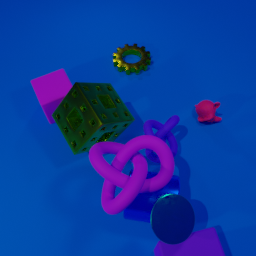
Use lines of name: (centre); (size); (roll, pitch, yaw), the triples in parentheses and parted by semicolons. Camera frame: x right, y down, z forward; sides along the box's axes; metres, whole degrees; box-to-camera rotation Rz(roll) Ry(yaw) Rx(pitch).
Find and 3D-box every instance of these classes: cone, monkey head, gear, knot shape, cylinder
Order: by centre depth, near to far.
cone: (0.680, 1.685, 5.342); (0.864, 0.867, 0.864); (3, 78, -16)
knot shape: (-0.044, 0.957, 5.709); (1.785, 0.825, 1.670); (7, 56, 23)
cylinder: (0.534, 1.562, 6.341); (1.125, 1.125, 1.125); (7, 58, 5)
knot shape: (0.859, 0.338, 7.115); (0.616, 1.247, 1.333); (17, 30, 37)
monkey head: (2.312, -0.471, 7.942); (0.737, 1.025, 0.617); (5, 88, -21)
gear: (0.128, -2.311, 9.347); (1.265, 0.234, 1.265); (0, 56, 0)

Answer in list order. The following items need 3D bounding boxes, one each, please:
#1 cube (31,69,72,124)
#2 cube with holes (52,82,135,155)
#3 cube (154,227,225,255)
cube: (-2.033, -0.895, 7.983); (0.969, 0.969, 0.969); (-24, 61, -13)
cube with holes: (-0.876, -0.267, 7.047); (1.235, 1.235, 1.235); (-10, 61, -52)
cube: (1.244, 2.770, 5.517); (1.153, 1.153, 1.153); (-12, 60, -6)
